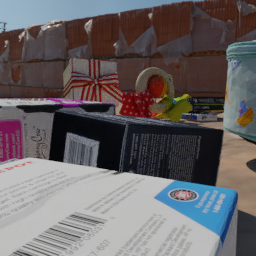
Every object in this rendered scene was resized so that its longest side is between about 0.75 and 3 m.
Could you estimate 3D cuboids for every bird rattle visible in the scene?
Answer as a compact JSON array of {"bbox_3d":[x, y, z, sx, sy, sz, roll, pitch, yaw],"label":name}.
[{"bbox_3d":[0.789,-1.012,8.935,2.260,1.843,1.273,6,-14,-24],"label":"bird rattle"}]

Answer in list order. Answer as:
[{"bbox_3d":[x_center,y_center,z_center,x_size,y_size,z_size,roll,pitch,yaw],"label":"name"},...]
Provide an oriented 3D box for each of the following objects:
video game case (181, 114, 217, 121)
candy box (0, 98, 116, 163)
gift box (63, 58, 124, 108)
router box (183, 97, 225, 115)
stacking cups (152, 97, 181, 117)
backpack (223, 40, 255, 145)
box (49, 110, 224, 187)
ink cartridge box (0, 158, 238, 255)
[{"bbox_3d":[2.351,-0.362,9.310,0.812,0.204,0.896,-2,6,-23],"label":"video game case"},{"bbox_3d":[-1.795,0.080,3.282,2.786,0.850,1.900,-5,9,-33],"label":"candy box"},{"bbox_3d":[-1.420,-1.471,11.243,2.075,2.248,2.099,-6,-6,-24],"label":"gift box"},{"bbox_3d":[2.679,-0.748,10.080,1.619,0.503,1.213,-2,-8,-17],"label":"router box"},{"bbox_3d":[1.527,-0.857,10.976,2.571,0.778,0.778,-5,9,-38],"label":"stacking cups"},{"bbox_3d":[2.738,-0.617,3.726,2.931,2.247,2.576,-15,21,-41],"label":"backpack"},{"bbox_3d":[0.089,0.230,2.304,1.189,0.620,0.880,4,5,-42],"label":"box"},{"bbox_3d":[-0.279,0.515,1.115,1.254,0.529,0.915,4,8,27],"label":"ink cartridge box"}]
